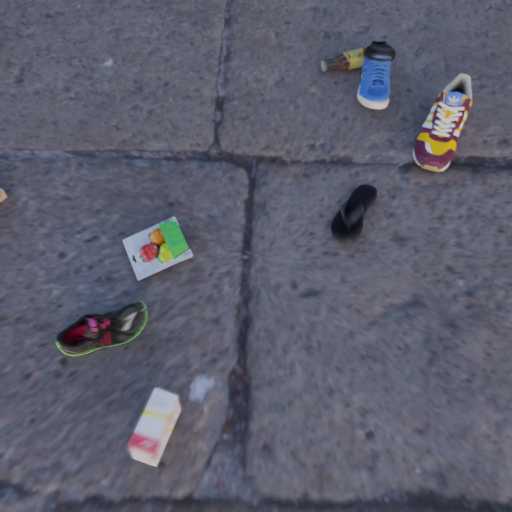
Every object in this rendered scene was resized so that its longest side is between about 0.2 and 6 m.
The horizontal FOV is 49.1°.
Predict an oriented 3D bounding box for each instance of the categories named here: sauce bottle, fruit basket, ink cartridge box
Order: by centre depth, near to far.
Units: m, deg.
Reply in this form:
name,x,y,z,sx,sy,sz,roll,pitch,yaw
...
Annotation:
name,x,y,z,sx,sy,sz,roll,pitch,yaw
ink cartridge box,-1.588,2.704,8.857,0.415,0.722,0.994,16,56,9
fruit basket,-1.948,-0.138,11.085,1.166,0.547,1.080,-28,58,-2
sauce bottle,2.387,-5.053,14.505,1.418,0.468,0.468,-17,56,-13

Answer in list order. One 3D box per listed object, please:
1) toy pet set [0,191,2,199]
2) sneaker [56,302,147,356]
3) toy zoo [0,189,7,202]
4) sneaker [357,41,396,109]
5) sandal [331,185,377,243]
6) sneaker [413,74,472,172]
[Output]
name,x,y,z,sx,sy,sz,roll,pitch,yaw
toy pet set,-5.734,-1.125,11.359,1.048,0.556,0.978,-19,73,-6
sneaker,-2.676,1.285,9.768,1.669,0.699,0.640,-25,73,-7
toy zoo,-6.744,-1.444,12.086,2.338,0.239,1.534,34,62,21
sneaker,2.905,-4.447,13.478,0.775,1.124,2.020,8,45,5
sandal,1.992,-0.941,11.569,0.638,0.359,1.679,14,53,23
sneaker,4.242,-3.051,12.658,0.962,1.157,2.567,18,57,12
